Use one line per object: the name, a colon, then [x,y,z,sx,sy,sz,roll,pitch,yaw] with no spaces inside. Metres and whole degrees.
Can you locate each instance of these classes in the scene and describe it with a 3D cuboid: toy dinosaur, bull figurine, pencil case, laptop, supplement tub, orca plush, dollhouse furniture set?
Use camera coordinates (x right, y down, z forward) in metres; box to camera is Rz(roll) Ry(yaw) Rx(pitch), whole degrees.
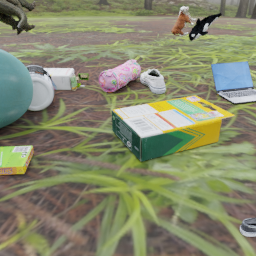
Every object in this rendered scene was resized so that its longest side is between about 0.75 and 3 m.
toy dinosaur: [-2.558,-2.579,5.682,0.958,1.274,2.490,-33,46,19]
bull figurine: [1.896,-3.585,9.495,0.646,1.064,0.347,28,47,-2]
pencil case: [-0.291,-2.246,11.870,0.992,0.992,2.269,14,30,26]
laptop: [4.376,-1.791,10.812,1.731,1.072,1.849,-8,27,-14]
supplement tub: [-3.340,-1.517,10.028,1.261,1.261,2.058,-7,27,-14]
orca plush: [2.474,-3.433,9.227,1.241,0.441,0.653,-28,47,28]
dollhouse furniture set: [-2.011,-1.971,11.740,0.446,0.578,1.156,3,25,7]

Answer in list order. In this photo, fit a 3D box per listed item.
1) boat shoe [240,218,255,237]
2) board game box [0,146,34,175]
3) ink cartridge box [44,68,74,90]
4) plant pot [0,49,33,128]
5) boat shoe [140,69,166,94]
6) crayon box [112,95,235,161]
boat shoe: [2.313,1.630,4.748,0.823,0.279,0.295,-2,26,-4]
board game box: [-3.318,0.764,6.526,1.978,0.297,0.945,0,25,-5]
ink cartridge box: [-3.100,-2.074,11.825,1.554,0.680,1.129,-2,27,0]
plant pot: [-4.059,-1.109,7.906,2.672,2.672,2.144,17,16,31]
boat shoe: [1.103,-2.145,11.879,0.827,0.751,2.249,-8,27,-15]
crayon box: [1.205,-0.106,7.755,2.863,0.738,1.800,-12,29,-22]
